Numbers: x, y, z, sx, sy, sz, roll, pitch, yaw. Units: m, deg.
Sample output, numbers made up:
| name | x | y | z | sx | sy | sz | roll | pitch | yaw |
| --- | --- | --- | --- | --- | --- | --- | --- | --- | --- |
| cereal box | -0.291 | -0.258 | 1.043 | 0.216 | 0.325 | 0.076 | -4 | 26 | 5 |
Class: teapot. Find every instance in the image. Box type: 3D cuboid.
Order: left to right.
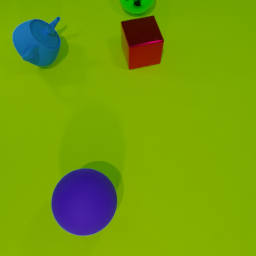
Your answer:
| name | x | y | z | sx | sy | sz | roll | pitch | yaw |
| --- | --- | --- | --- | --- | --- | --- | --- | --- | --- |
| teapot | -2.399 | -2.443 | 7.712 | 1.293 | 1.018 | 2.080 | 41 | 39 | -25 |

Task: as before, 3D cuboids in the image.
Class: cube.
| name | x | y | z | sx | sy | sz | roll | pitch | yaw |
| --- | --- | --- | --- | --- | --- | --- | --- | --- | --- |
| cube | 0.376 | -2.401 | 7.926 | 0.975 | 0.975 | 0.975 | -13 | 65 | -6 |

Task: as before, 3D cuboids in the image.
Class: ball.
| name | x | y | z | sx | sy | sz | roll | pitch | yaw |
| --- | --- | --- | --- | --- | --- | --- | --- | --- | --- |
| ball | -0.876 | 1.483 | 5.684 | 1.317 | 1.317 | 1.317 | 0 | 64 | 0 |
| ball | 0.272 | -4.160 | 8.684 | 1.163 | 1.163 | 1.163 | 0 | 64 | 0 |
